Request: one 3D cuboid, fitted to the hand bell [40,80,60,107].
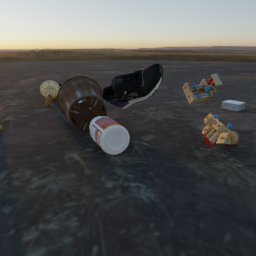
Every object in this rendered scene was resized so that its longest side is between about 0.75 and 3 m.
[{"bbox_3d":[-4.282,-1.664,15.219,1.153,1.153,2.214,-3,31,-10],"label":"hand bell"}]

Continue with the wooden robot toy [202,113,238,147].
[{"bbox_3d":[3.133,0.278,9.275,0.984,0.956,2.169,34,13,-11],"label":"wooden robot toy"}]

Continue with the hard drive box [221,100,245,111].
[{"bbox_3d":[5.271,-1.133,14.016,0.707,0.348,0.907,-14,22,-38],"label":"hard drive box"}]

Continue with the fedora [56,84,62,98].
[{"bbox_3d":[-4.540,-2.187,16.806,1.477,0.675,1.477,-1,24,1],"label":"fedora"}]

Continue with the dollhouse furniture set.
[{"bbox_3d":[3.039,-1.748,11.613,0.934,0.928,1.325,-12,-22,-15],"label":"dollhouse furniture set"}]

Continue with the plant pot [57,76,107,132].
[{"bbox_3d":[-1.722,-0.895,11.000,1.922,1.922,1.902,-5,25,-17],"label":"plant pot"}]

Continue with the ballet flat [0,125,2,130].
[{"bbox_3d":[-5.258,-0.044,10.797,0.890,0.305,0.281,8,-9,16],"label":"ballet flat"}]

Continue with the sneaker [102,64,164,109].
[{"bbox_3d":[0.071,-1.592,10.652,1.251,1.082,2.857,18,-33,-33],"label":"sneaker"}]

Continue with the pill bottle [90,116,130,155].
[{"bbox_3d":[-0.668,0.157,8.925,0.927,0.927,1.652,-7,19,-22],"label":"pill bottle"}]

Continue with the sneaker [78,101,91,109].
[{"bbox_3d":[-2.363,-1.208,13.884,1.300,0.575,0.489,-3,16,-9],"label":"sneaker"}]
